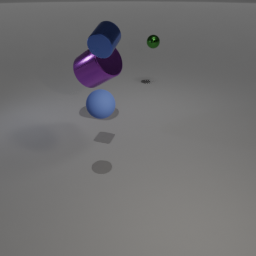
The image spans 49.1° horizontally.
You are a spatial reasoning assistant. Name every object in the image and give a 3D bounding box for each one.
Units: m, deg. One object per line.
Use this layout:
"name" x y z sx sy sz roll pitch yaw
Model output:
"cylinder" -1.170 -2.425 10.845 1.400 1.400 1.400 -18 10 43
"ball" -0.650 -0.568 6.670 0.700 0.700 0.700 0 28 0
"cylinder" -0.612 -2.295 7.273 0.700 0.700 0.700 9 49 17
"ball" 1.327 -4.538 14.722 0.700 0.700 0.700 0 28 0
